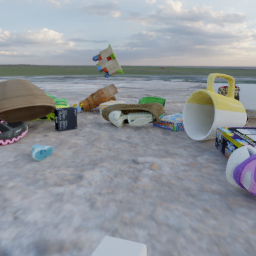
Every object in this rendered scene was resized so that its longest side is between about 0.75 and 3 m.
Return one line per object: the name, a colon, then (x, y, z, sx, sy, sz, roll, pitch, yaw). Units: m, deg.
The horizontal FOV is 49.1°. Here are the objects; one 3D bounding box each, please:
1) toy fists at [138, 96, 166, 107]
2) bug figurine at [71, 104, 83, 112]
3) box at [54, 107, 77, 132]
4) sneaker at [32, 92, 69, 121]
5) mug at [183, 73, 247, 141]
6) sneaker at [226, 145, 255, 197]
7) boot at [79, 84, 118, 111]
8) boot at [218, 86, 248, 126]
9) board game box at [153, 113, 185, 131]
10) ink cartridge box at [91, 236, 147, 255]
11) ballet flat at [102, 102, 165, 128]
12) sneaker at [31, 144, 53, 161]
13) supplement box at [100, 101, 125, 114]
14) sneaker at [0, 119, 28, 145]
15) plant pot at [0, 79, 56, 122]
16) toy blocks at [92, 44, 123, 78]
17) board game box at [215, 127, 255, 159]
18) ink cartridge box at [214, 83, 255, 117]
toy fists: (1.257, -1.199, 14.974, 1.293, 0.872, 2.536, 10, 14, 10)
bug figurine: (-3.316, -0.931, 14.561, 1.977, 0.509, 1.533, -7, 9, -12)
box: (-2.552, -0.374, 11.500, 0.815, 0.895, 0.466, -8, 17, -32)
sneaker: (-4.282, -1.046, 13.259, 2.984, 1.105, 1.247, 7, 43, -6)
mug: (3.358, -0.585, 10.141, 1.851, 2.255, 1.806, 3, 39, -25)
sneaker: (3.624, 1.000, 5.813, 2.907, 1.169, 1.285, -5, 22, -9)
boot: (-1.756, -1.544, 16.092, 2.151, 1.025, 2.781, -30, -9, -11)
boot: (4.460, -0.917, 11.926, 2.298, 1.730, 0.841, -9, 17, -35)
board game box: (2.247, -0.294, 12.303, 1.982, 0.342, 1.342, -13, 19, -42)
ink cartridge box: (-0.241, 1.812, 2.687, 0.528, 0.910, 1.257, 5, 15, 20)
ballet flat: (0.080, -0.474, 11.896, 2.959, 1.003, 1.070, -1, 37, 20)
sneaker: (-2.697, 0.721, 8.237, 0.610, 0.371, 0.934, 6, 6, 14)
supplement box: (-0.801, -1.090, 15.061, 0.948, 0.553, 1.505, 5, 15, 18)
sneaker: (-4.898, -0.106, 9.420, 2.969, 1.416, 1.173, -8, 15, -36)
plant pot: (-4.485, -1.082, 11.200, 2.935, 1.355, 2.935, -16, -4, -1)
toy blocks: (-1.103, -3.260, 14.230, 1.174, 1.718, 0.858, -25, -5, 7)
board game box: (3.936, 0.603, 7.952, 2.129, 0.730, 2.575, 2, 14, -1)
ink cartridge box: (5.317, -1.269, 13.242, 2.970, 1.251, 2.148, 5, -4, 20)
